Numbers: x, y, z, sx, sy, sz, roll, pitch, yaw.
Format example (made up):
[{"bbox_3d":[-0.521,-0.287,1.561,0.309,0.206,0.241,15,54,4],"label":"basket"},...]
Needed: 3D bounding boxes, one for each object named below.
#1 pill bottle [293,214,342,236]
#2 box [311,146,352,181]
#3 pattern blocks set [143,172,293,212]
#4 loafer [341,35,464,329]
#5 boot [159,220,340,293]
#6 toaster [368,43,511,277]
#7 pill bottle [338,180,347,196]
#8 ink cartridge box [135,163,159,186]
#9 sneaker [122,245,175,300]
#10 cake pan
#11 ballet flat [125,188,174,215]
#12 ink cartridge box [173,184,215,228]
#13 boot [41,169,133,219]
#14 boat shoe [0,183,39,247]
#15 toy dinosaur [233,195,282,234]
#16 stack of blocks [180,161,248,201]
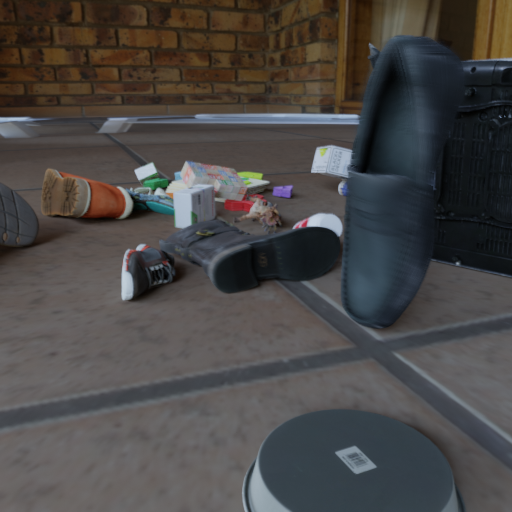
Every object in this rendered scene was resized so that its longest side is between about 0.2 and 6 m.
[{"bbox_3d":[1.035,-0.397,9.539,0.570,0.570,1.015,-7,-5,-21],"label":"pill bottle"},{"bbox_3d":[2.740,-2.241,14.511,2.303,0.693,1.343,11,6,-11],"label":"box"},{"bbox_3d":[-1.009,-1.851,14.882,4.065,0.329,3.573,8,21,25],"label":"pattern blocks set"},{"bbox_3d":[1.446,-0.765,6.347,1.158,3.300,1.121,0,14,-43],"label":"loafer"},{"bbox_3d":[-0.140,-0.229,9.090,2.463,0.853,2.144,-10,20,-23],"label":"boot"},{"bbox_3d":[3.736,-1.664,9.143,3.279,3.627,2.152,13,27,39],"label":"toaster"},{"bbox_3d":[2.519,-1.708,14.463,0.410,0.410,0.739,-13,21,-35],"label":"pill bottle"},{"bbox_3d":[-3.057,-2.278,15.831,0.561,0.323,0.958,-24,-3,-5],"label":"ink cartridge box"},{"bbox_3d":[-1.537,0.194,8.214,0.669,0.629,1.633,7,18,0],"label":"sneaker"},{"bbox_3d":[0.709,1.639,4.130,1.624,0.298,1.624,0,17,0],"label":"cake pan"},{"bbox_3d":[-2.380,-1.294,12.709,1.663,0.617,0.617,8,19,21],"label":"ballet flat"},{"bbox_3d":[-1.293,-1.058,11.849,0.435,0.750,1.035,8,19,22],"label":"ink cartridge box"},{"bbox_3d":[-3.872,-1.285,12.533,1.483,1.038,2.766,4,10,-41],"label":"boot"},{"bbox_3d":[-5.251,-0.962,9.741,2.897,1.079,1.062,28,-18,-33],"label":"boat shoe"},{"bbox_3d":[0.244,-0.821,11.452,1.014,0.642,1.496,20,10,26],"label":"toy dinosaur"},{"bbox_3d":[-0.955,-1.688,12.713,1.338,0.392,0.770,3,40,-38],"label":"stack of blocks"}]
